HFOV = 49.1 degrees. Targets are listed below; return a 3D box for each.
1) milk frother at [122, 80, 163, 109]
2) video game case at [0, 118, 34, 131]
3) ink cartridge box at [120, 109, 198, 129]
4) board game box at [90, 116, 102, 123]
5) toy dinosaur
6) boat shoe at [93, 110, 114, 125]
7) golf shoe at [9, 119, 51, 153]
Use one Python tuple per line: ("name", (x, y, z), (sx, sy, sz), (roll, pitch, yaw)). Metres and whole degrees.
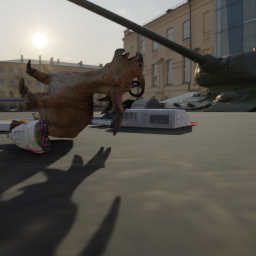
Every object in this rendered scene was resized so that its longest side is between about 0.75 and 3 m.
("milk frother", (0.668, -1.285, 13.066), (1.620, 1.795, 1.688), (-30, 22, -37))
("video game case", (-3.007, -0.120, 8.570), (1.734, 0.212, 2.426), (2, 5, 12))
("ink cartridge box", (1.111, -0.390, 9.836), (2.110, 0.623, 2.636), (2, 6, 30))
("board game box", (-1.109, -0.359, 11.820), (1.598, 0.275, 1.082), (0, 4, 3))
("toy dinosaur", (-1.022, -0.326, 5.143), (1.896, 1.201, 2.797), (14, -28, -27))
("boat shoe", (-0.638, -0.383, 10.180), (0.565, 0.556, 1.568), (4, 5, 42))
("golf shoe", (-1.365, 0.144, 3.891), (0.557, 0.439, 1.209), (-6, -3, -17))
